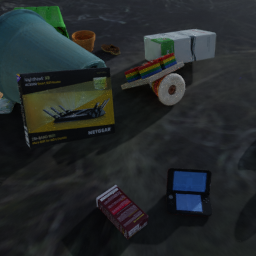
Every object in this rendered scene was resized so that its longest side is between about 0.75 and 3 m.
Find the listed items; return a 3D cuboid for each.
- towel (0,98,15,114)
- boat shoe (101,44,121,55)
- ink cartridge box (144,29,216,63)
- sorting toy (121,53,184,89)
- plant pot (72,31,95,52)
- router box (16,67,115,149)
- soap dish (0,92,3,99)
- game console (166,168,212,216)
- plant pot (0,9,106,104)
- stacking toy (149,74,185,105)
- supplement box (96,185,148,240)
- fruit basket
[{"bbox_3d":[-4.278,-0.762,9.449,0.838,0.202,0.717,-3,43,-3],"label":"towel"},{"bbox_3d":[-0.761,-3.570,12.476,1.045,0.353,0.376,29,49,28],"label":"boat shoe"},{"bbox_3d":[2.077,-3.309,11.416,2.406,0.999,1.764,-13,28,-13],"label":"ink cartridge box"},{"bbox_3d":[0.761,-2.043,9.932,1.701,0.596,1.712,-30,15,-29],"label":"sorting toy"},{"bbox_3d":[-1.945,-3.786,12.447,1.022,0.716,1.022,0,41,0],"label":"plant pot"},{"bbox_3d":[-1.271,-0.487,6.019,1.912,1.503,0.499,-11,14,-26],"label":"router box"},{"bbox_3d":[-2.431,-0.340,3.210,1.460,0.593,1.149,33,49,-18],"label":"soap dish"},{"bbox_3d":[1.449,1.505,6.590,1.055,0.626,0.910,3,42,4],"label":"game console"},{"bbox_3d":[-2.382,-1.651,8.612,2.923,2.984,2.984,30,49,18],"label":"plant pot"},{"bbox_3d":[1.176,-1.488,9.869,1.081,1.081,1.479,-21,30,-22],"label":"stacking toy"},{"bbox_3d":[-0.145,1.886,6.369,0.616,0.344,1.131,-29,49,-29],"label":"supplement box"},{"bbox_3d":[-3.883,-4.017,12.357,2.576,1.858,2.576,0,85,-5],"label":"fruit basket"}]
